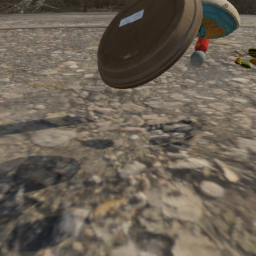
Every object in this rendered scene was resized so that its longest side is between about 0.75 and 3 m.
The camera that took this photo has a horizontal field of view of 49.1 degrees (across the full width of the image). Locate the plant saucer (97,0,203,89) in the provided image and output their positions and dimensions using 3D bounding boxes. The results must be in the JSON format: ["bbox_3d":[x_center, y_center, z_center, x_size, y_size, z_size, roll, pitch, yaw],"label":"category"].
[{"bbox_3d":[0.259,-1.827,5.404,2.376,0.350,2.376,-23,50,30],"label":"plant saucer"}]

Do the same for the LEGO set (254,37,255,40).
[{"bbox_3d":[4.160,-2.431,8.133,0.937,0.349,0.431,51,25,23],"label":"LEGO set"}]

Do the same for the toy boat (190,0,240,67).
[{"bbox_3d":[1.815,-2.359,6.925,1.697,0.938,2.018,16,-13,18],"label":"toy boat"}]

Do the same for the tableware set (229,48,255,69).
[{"bbox_3d":[3.637,-1.986,8.190,0.940,0.214,1.396,26,-2,-20],"label":"tableware set"}]
